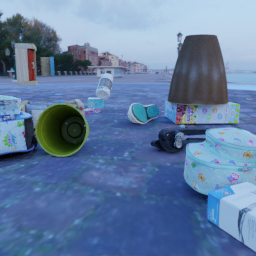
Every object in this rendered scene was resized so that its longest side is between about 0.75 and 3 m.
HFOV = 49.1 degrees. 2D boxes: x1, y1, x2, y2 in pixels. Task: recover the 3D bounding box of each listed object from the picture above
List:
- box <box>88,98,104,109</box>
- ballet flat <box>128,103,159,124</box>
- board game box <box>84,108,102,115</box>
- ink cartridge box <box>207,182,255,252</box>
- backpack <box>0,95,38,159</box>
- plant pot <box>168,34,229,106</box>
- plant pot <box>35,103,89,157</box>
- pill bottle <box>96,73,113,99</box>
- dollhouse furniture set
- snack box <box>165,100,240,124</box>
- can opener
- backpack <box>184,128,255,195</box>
[{"bbox_3d":[-1.867,-1.459,16.213,0.877,0.524,2.132,-1,9,-6],"label":"box"},{"bbox_3d":[0.501,-0.567,11.759,0.880,0.880,2.535,6,9,28],"label":"ballet flat"},{"bbox_3d":[-2.074,-0.866,14.426,0.804,0.216,1.339,14,18,38],"label":"board game box"},{"bbox_3d":[1.717,1.166,3.684,0.792,0.457,1.092,-6,13,-25],"label":"ink cartridge box"},{"bbox_3d":[-3.546,-0.029,6.901,2.097,1.541,1.919,-12,12,-30],"label":"backpack"},{"bbox_3d":[2.840,-2.341,11.239,2.436,2.606,2.436,0,12,0],"label":"plant pot"},{"bbox_3d":[-1.611,0.058,7.581,1.329,1.329,1.280,1,-1,4],"label":"plant pot"},{"bbox_3d":[-1.220,-2.224,14.828,0.750,0.750,1.327,2,52,11],"label":"pill bottle"},{"bbox_3d":[-2.640,-1.307,9.545,2.090,2.965,2.078,-3,12,-14],"label":"dollhouse furniture set"},{"bbox_3d":[3.084,-0.750,12.082,2.598,0.879,2.191,0,11,-5],"label":"snack box"},{"bbox_3d":[1.712,0.230,7.720,2.193,0.695,0.862,-6,12,-25],"label":"can opener"},{"bbox_3d":[1.736,0.608,4.912,1.468,1.126,1.291,-7,18,-5],"label":"backpack"}]
